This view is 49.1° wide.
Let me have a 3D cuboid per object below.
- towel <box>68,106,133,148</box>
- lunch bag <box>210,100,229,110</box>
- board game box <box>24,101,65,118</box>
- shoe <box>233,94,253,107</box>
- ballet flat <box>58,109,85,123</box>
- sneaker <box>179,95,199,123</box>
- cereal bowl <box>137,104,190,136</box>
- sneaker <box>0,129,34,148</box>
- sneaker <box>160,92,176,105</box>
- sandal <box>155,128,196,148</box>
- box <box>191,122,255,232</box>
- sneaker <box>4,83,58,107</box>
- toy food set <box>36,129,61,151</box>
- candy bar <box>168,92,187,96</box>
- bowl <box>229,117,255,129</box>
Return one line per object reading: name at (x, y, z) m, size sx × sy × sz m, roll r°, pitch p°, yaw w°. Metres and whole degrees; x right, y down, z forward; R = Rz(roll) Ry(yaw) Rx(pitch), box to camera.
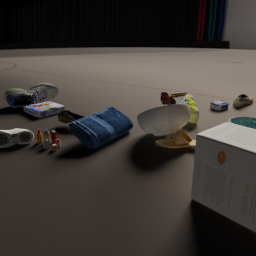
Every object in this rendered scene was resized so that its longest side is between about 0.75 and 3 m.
towel at (-0.859, -0.070, 9.693) m, size 1.251 × 0.544 × 2.240 m, roll 34°, pitch 33°, yaw 23°
lunch bag at (4.317, -1.074, 13.147) m, size 0.814 × 0.308 × 0.652 m, roll -13°, pitch 26°, yaw -29°
board game box at (-3.755, -0.862, 12.600) m, size 1.317 × 0.271 × 1.314 m, roll 18°, pitch 27°, yaw 39°
shoe at (5.767, -1.442, 13.895) m, size 0.598 × 0.457 × 1.711 m, roll 18°, pitch 27°, yaw 40°
ballet flat at (-1.749, -0.308, 10.627) m, size 2.068 × 0.479 × 0.697 m, roll 16°, pitch 20°, yaw 19°
sneaker at (2.241, -0.869, 11.829) m, size 1.152 × 0.831 × 2.194 m, roll 0°, pitch 21°, yaw 0°
cereal bowl at (1.256, -0.193, 9.580) m, size 1.846 × 0.769 × 1.846 m, roll -9°, pitch -12°, yaw -2°
sneaker at (-3.904, 0.290, 9.276) m, size 1.436 × 0.559 × 0.713 m, roll 1°, pitch 12°, yaw -25°
sneaker at (1.878, -1.256, 13.232) m, size 0.385 × 0.532 × 1.088 m, roll -7°, pitch 38°, yaw -31°
sandal at (1.806, 0.300, 8.970) m, size 1.875 × 0.617 × 0.687 m, roll 8°, pitch 22°, yaw 19°
box at (2.702, 1.041, 5.540) m, size 1.256 × 1.603 × 2.576 m, roll -17°, pitch 26°, yaw -38°
sneaker at (-4.553, -1.442, 13.522) m, size 2.542 × 0.979 × 1.083 m, roll -17°, pitch 36°, yaw -23°
toy food set at (-2.542, 0.344, 9.074) m, size 0.494 × 0.465 × 1.034 m, roll -18°, pitch 27°, yaw -40°
candy bar at (2.702, -1.893, 15.493) m, size 1.330 × 0.147 × 0.332 m, roll -9°, pitch 14°, yaw -27°
bowl at (3.992, 0.147, 9.264) m, size 1.343 × 0.703 × 1.343 m, roll 1°, pitch 20°, yaw 0°
